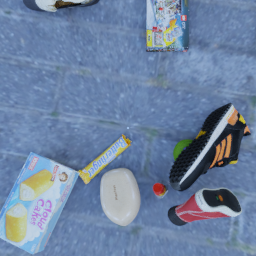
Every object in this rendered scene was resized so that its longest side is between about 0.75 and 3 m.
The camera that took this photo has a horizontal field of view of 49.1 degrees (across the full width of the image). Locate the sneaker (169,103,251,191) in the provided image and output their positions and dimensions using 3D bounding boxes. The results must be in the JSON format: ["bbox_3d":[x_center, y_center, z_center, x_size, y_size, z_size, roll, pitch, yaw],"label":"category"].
[{"bbox_3d":[2.282,0.687,7.259,1.298,1.009,2.885,44,67,-8],"label":"sneaker"}]

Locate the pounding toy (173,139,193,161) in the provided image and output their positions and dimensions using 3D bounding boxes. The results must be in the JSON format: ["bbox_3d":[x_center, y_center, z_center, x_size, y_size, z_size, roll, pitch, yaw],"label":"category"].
[{"bbox_3d":[1.827,0.706,7.788,1.078,0.500,0.832,-5,85,0],"label":"pounding toy"}]

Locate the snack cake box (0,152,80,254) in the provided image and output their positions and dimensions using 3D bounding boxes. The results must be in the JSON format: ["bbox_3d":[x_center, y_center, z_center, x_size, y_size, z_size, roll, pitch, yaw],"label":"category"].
[{"bbox_3d":[-2.347,1.899,7.276,1.263,0.738,2.196,21,78,10],"label":"snack cake box"}]

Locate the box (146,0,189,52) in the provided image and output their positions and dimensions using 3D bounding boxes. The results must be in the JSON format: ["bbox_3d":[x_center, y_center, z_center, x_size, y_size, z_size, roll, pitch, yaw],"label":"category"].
[{"bbox_3d":[1.146,-3.150,8.194,1.232,0.340,1.804,1,86,0],"label":"box"}]

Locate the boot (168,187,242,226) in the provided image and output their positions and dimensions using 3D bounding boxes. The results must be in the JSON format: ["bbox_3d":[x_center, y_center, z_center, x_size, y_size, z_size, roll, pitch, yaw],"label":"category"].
[{"bbox_3d":[1.903,2.071,7.070,1.350,1.872,0.678,-42,47,34],"label":"boot"}]

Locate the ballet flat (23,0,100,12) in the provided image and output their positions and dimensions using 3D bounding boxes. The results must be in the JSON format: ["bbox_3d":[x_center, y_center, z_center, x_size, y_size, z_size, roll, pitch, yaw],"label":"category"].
[{"bbox_3d":[-1.824,-3.579,7.618,2.214,0.809,0.809,-6,85,-2],"label":"ballet flat"}]

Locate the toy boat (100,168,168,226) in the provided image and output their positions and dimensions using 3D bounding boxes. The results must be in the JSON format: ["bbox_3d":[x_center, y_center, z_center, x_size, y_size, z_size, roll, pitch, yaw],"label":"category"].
[{"bbox_3d":[0.162,1.785,7.482,1.799,0.836,1.512,-11,68,11],"label":"toy boat"}]

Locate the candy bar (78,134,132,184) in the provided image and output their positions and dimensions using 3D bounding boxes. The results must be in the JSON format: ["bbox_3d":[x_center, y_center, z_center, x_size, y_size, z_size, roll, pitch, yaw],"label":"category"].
[{"bbox_3d":[-0.637,0.847,7.885,1.744,0.193,0.435,-40,78,-6],"label":"candy bar"}]
